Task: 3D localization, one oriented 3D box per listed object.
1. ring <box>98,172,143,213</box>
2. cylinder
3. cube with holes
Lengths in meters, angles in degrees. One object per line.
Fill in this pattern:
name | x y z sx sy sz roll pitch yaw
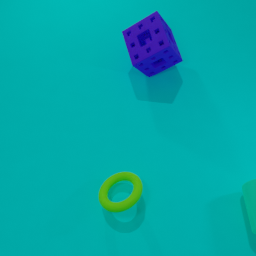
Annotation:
ring | -0.178 1.468 6.515 1.085 0.217 1.085 -15 38 12
cylinder | 3.234 1.752 6.288 1.077 1.077 1.077 -2 61 -1
cube with holes | 0.715 -2.352 8.078 1.143 1.143 1.143 -23 72 23
